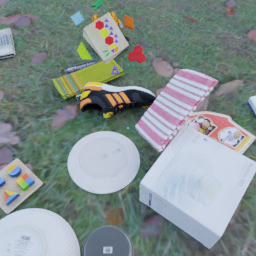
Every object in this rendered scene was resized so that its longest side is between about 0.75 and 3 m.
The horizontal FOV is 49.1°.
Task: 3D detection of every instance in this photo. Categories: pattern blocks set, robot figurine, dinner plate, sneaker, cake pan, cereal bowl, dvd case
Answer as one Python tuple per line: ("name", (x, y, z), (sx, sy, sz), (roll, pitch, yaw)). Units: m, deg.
("pattern blocks set", (-0.800, -3.354, 10.557), (2.407, 0.222, 2.739), (-25, 97, -1))
("robot figurine", (-0.953, -4.486, 13.321), (1.847, 0.741, 2.547), (-11, 53, -6))
("dinner plate", (-0.817, 1.029, 9.427), (2.446, 0.297, 2.446), (1, 52, -1))
("sneaker", (-0.395, -0.878, 10.536), (2.903, 1.015, 1.306), (10, 67, 8))
("cake pan", (-0.552, 3.344, 7.655), (1.423, 0.261, 1.423), (0, 53, 0))
("cereal bowl", (-2.644, 3.292, 7.162), (2.711, 1.129, 2.711), (0, 53, 0))
("dvd case", (-1.737, -2.050, 11.834), (1.433, 0.154, 1.927), (-19, 55, -14))

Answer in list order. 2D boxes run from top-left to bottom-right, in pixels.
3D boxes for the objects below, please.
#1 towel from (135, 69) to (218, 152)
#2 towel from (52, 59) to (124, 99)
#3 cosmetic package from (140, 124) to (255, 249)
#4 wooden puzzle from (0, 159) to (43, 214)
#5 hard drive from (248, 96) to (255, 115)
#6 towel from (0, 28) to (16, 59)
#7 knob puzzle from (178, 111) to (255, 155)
("towel", (1.396, -0.616, 8.630), (2.619, 0.392, 1.917), (-52, 26, 6))
("towel", (-1.636, -2.139, 11.648), (2.816, 0.254, 1.212), (-26, 58, -19))
("cosmetic package", (1.992, 1.610, 8.129), (2.425, 1.491, 2.417), (31, 63, 20))
("wooden puzzle", (-3.667, 1.747, 8.821), (1.473, 0.341, 1.364), (35, 60, 24))
("hard drive", (5.909, -0.089, 10.195), (1.928, 0.371, 2.922), (-7, 53, -5))
("towel", (-6.554, -3.873, 13.070), (2.342, 0.404, 2.255), (-16, 54, -11))
("knob puzzle", (2.919, 0.205, 9.972), (2.769, 0.384, 2.769), (0, 53, 0))
